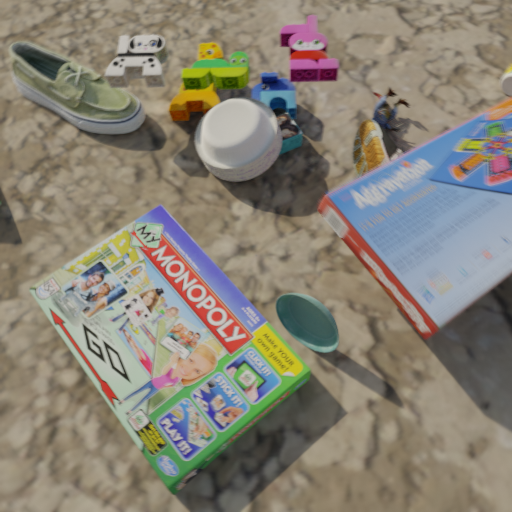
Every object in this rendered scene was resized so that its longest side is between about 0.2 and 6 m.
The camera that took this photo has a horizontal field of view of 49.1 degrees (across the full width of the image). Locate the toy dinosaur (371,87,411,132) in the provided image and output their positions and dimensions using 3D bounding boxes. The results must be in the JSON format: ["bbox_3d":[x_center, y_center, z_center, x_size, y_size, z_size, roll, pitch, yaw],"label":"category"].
[{"bbox_3d":[2.726,-2.872,12.102,0.790,1.504,1.365,38,89,-18],"label":"toy dinosaur"}]

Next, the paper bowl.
[{"bbox_3d":[-0.397,-2.444,11.286,1.725,0.897,1.725,-6,65,13],"label":"paper bowl"}]

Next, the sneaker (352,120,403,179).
[{"bbox_3d":[2.799,-1.538,11.065,1.161,1.002,2.649,-9,68,-21],"label":"sneaker"}]

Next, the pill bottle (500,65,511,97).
[{"bbox_3d":[6.001,-4.131,12.659,0.589,0.589,1.044,32,65,17],"label":"pill bottle"}]

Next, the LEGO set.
[{"bbox_3d":[-0.648,-4.089,11.990,4.576,1.745,1.878,0,67,3],"label":"LEGO set"}]

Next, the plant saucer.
[{"bbox_3d":[0.889,1.065,9.318,1.262,1.262,0.227,34,56,18],"label":"plant saucer"}]

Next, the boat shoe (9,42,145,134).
[{"bbox_3d":[-3.976,-3.614,12.097,3.344,1.037,1.204,22,63,12],"label":"boat shoe"}]

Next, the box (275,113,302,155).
[{"bbox_3d":[0.089,-2.375,11.755,1.659,0.408,0.683,-25,63,-14],"label":"box"}]

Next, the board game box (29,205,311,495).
[{"bbox_3d":[-1.527,1.326,9.521,2.834,0.613,4.212,-36,66,-18],"label":"board game box"}]

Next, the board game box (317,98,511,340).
[{"bbox_3d":[4.011,-1.007,10.211,5.463,0.531,2.812,-28,72,-26],"label":"board game box"}]
